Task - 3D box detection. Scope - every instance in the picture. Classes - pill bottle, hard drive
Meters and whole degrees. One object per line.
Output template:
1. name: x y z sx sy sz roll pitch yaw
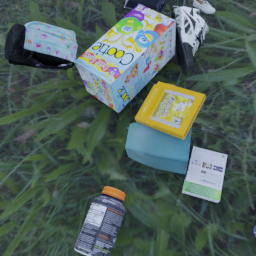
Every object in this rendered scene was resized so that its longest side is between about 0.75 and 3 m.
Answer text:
1. pill bottle: -0.626 2.407 7.192 0.917 0.917 1.727 18 67 8
2. hard drive: 0.915 -5.521 11.078 1.581 0.496 2.344 19 67 9

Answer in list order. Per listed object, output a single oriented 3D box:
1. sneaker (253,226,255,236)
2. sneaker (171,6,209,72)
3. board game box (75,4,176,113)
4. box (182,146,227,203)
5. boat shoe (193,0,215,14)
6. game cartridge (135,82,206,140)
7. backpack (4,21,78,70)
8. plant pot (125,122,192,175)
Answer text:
1. sneaker: 4.336 1.800 7.435 2.976 1.202 1.719 -20 63 -17
2. sneaker: 2.242 -3.207 9.721 1.224 1.025 2.766 -2 66 2
3. board game box: 0.021 -2.222 8.859 1.507 1.534 2.925 35 71 23
4. box: 2.210 1.311 8.054 1.029 0.259 1.425 15 65 10
5. boat shoe: 2.955 -4.738 10.815 0.931 0.325 0.330 35 70 15
6. game cartridge: 1.107 -0.528 7.510 1.511 0.245 1.332 22 75 30
7. backpack: -2.230 -2.149 7.477 1.795 1.498 1.136 4 96 -32
8. plant pot: 0.866 0.464 7.991 1.732 1.224 1.223 6 65 12
